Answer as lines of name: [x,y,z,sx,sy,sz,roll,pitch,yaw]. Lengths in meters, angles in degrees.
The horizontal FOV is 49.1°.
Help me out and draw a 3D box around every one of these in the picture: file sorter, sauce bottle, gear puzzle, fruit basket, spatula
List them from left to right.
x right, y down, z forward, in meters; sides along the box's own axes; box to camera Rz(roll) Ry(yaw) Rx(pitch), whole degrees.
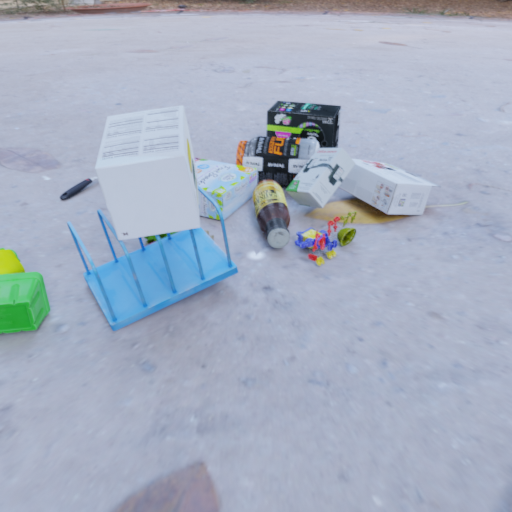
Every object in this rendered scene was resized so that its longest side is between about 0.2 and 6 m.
fruit basket: [-4.126,0.575,9.171,1.427,1.030,1.427,1,34,-1]
spatula: [-4.107,-1.935,14.308,0.671,0.244,2.375,15,34,27]
file sorter: [-1.806,-0.171,9.592,2.348,1.441,1.630,-25,41,-19]
gear puzzle: [-1.589,-0.334,11.409,1.452,0.367,2.804,-1,30,-2]
sauce bottle: [0.362,-0.920,12.038,0.754,0.754,2.284,-3,29,-6]

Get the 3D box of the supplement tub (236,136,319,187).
supplement tub: [0.548,-2.365,14.077,1.993,1.221,1.221,5,30,8]

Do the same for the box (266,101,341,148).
box: [1.330,-3.503,15.828,1.900,1.411,1.181,8,31,14]

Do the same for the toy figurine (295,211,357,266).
toy figurine: [1.259,-0.473,11.302,0.915,0.806,1.528,18,33,37]

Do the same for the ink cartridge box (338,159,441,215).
ink cartridge box: [3.099,-1.613,13.089,1.578,0.753,1.797,-2,27,-34]

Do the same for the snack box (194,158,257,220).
snack box: [-1.301,-1.679,13.376,2.159,0.730,1.820,15,33,21]

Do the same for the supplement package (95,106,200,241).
supplement package: [-1.630,-1.331,8.781,1.294,1.304,1.718,-9,39,-1]

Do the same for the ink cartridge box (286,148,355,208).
ink cartridge box: [1.437,-1.764,12.517,1.326,0.551,0.972,-52,29,-12]
